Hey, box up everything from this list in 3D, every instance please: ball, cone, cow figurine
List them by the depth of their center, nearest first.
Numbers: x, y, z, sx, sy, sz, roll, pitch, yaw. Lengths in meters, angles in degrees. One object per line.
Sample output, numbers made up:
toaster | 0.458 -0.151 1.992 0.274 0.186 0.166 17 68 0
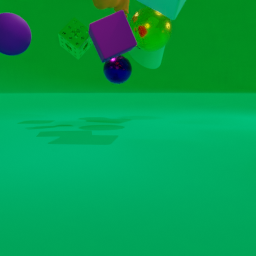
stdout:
ball | -3.499 -2.767 8.304 1.206 1.206 1.206 0 8 0
ball | 0.694 -3.048 8.677 1.325 1.325 1.325 0 8 0
cow figurine | -0.540 -3.929 8.781 1.228 1.208 0.674 -37 35 -26
cone | 1.039 -3.348 10.210 1.673 1.673 1.679 -7 -24 -40
ball | -0.426 -2.394 11.481 1.182 1.182 1.182 0 8 0

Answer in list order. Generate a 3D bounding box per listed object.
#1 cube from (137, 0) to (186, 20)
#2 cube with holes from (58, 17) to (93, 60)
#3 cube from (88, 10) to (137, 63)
cube | 0.901 -3.546 6.494 1.247 1.247 1.247 30 2 3
cube with holes | -1.876 -3.240 10.171 0.874 0.874 0.874 38 -14 0
cube | -0.431 -2.409 7.500 0.942 0.942 0.942 -26 10 -6
